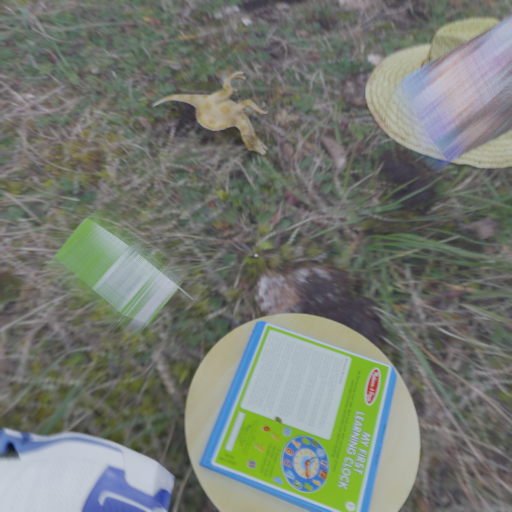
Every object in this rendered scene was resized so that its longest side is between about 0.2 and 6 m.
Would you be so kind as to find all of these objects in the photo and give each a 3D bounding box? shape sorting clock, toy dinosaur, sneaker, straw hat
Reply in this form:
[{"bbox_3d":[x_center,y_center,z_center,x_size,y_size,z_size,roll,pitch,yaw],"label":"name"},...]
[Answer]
[{"bbox_3d":[0.597,2.080,7.066,2.979,0.584,2.979,2,53,-3],"label":"shape sorting clock"},{"bbox_3d":[-0.686,-2.779,10.251,2.497,0.727,1.262,31,63,19],"label":"toy dinosaur"},{"bbox_3d":[-2.628,2.962,6.183,3.287,1.328,1.898,4,60,11],"label":"sneaker"},{"bbox_3d":[3.931,-3.380,10.159,3.653,1.546,3.653,0,57,0],"label":"straw hat"}]

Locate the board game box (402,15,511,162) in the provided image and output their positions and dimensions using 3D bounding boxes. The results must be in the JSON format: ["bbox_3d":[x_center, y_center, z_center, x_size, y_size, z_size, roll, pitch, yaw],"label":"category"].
[{"bbox_3d":[2.729,-1.926,6.368,1.700,1.355,0.823,-27,78,24],"label":"board game box"}]

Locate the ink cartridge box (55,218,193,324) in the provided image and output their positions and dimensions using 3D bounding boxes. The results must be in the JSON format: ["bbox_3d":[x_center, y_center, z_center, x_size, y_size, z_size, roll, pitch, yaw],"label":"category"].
[{"bbox_3d":[-1.319,0.249,5.942,0.995,1.346,0.510,37,84,17],"label":"ink cartridge box"}]
